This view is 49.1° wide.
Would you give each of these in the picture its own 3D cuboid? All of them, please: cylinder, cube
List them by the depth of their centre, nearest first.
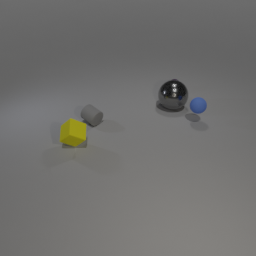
[{"bbox_3d":[-2.018,0.176,10.301,0.700,0.700,0.700,22,51,-36],"label":"cube"},{"bbox_3d":[-1.531,-0.548,11.905,0.700,0.700,0.700,34,44,24],"label":"cylinder"}]

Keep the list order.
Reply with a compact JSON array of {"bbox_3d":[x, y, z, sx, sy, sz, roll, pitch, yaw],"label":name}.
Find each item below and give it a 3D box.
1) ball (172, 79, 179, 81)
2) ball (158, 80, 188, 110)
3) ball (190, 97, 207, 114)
[{"bbox_3d":[2.450,-2.241,14.831,0.700,0.700,0.700,0,31,0],"label":"ball"},{"bbox_3d":[2.100,-1.528,13.036,1.400,1.400,1.400,0,31,0],"label":"ball"},{"bbox_3d":[2.972,-0.952,11.844,0.700,0.700,0.700,0,31,0],"label":"ball"}]
